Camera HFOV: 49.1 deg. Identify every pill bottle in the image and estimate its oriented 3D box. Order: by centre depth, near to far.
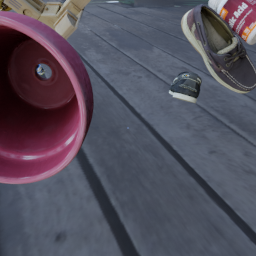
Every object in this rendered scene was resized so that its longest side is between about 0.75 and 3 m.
[{"bbox_3d":[2.625,-2.700,6.512,0.819,0.819,1.434,-26,67,-35],"label":"pill bottle"}]

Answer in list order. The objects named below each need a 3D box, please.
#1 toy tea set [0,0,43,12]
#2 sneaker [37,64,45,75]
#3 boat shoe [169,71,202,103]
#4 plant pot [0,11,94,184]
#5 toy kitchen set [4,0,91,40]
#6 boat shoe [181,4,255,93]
[{"bbox_3d":[-3.185,-3.606,8.670,1.660,2.792,1.033,-38,81,-17],"label":"toy tea set"},{"bbox_3d":[-3.008,-1.989,8.783,0.842,0.346,0.311,25,80,8],"label":"sneaker"},{"bbox_3d":[1.193,-0.865,5.758,0.598,0.563,1.664,12,10,3],"label":"boat shoe"},{"bbox_3d":[-1.525,-0.608,4.273,2.208,2.208,1.977,2,25,2],"label":"plant pot"},{"bbox_3d":[-2.032,-3.223,7.143,1.812,1.635,1.478,-31,40,36],"label":"toy kitchen set"},{"bbox_3d":[2.263,-1.825,6.607,0.895,2.488,0.806,-41,8,-3],"label":"boat shoe"}]
